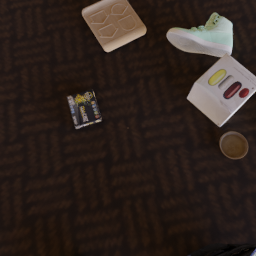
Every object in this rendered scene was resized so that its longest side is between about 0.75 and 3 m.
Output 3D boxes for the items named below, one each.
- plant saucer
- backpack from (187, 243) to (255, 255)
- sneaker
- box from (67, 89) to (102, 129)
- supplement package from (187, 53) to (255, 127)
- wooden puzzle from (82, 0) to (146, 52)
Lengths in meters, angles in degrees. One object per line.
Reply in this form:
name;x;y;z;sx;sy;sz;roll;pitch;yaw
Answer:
plant saucer;3.573;0.593;9.510;0.973;0.143;0.973;0;71;-1
backpack;2.559;4.087;7.282;2.338;2.454;1.891;-30;80;-16
sneaker;2.714;-3.640;10.495;2.493;0.918;1.471;12;77;-6
box;-1.533;-0.676;9.851;0.967;0.295;1.200;-17;73;-2
supplement package;3.240;-1.276;9.556;1.658;1.219;1.585;-43;77;-14
wooden puzzle;-0.547;-4.083;10.931;1.860;0.465;2.008;-29;78;-9
